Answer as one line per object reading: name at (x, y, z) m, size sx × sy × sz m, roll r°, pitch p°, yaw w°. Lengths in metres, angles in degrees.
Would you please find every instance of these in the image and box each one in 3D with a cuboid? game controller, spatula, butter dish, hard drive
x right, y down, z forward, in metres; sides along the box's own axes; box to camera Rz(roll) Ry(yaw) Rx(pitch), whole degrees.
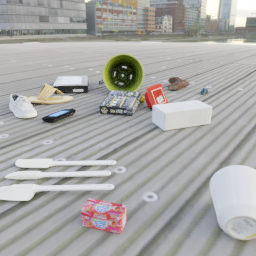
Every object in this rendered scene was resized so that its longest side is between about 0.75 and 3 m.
game controller at (-2.737, -0.524, 11.154) m, size 0.736 × 0.297 × 1.410 m, roll 12°, pitch 24°, yaw 27°
spatula at (-1.685, 1.209, 6.964) m, size 2.759 × 0.222 × 1.918 m, roll 0°, pitch 16°, yaw -1°
butter dish at (1.109, -1.316, 12.491) m, size 1.078 × 1.075 × 0.797 m, roll -25°, pitch 7°, yaw -40°
hard drive at (-3.184, -2.513, 15.943) m, size 1.849 × 0.501 × 2.646 m, roll -2°, pitch 21°, yaw -6°

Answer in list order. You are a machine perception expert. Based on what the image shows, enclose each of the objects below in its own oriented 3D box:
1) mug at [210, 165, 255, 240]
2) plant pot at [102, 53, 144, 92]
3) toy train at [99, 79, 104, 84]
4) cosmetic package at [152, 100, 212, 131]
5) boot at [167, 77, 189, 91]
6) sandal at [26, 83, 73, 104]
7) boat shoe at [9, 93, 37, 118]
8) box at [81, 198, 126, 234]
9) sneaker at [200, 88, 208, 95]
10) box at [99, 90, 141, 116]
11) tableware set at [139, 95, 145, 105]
mug at (2.231, 1.449, 5.219) m, size 1.348 × 1.080 × 1.107 m, roll -1°, pitch 29°, yaw 16°
plant pot at (-0.274, -2.862, 15.219) m, size 2.143 × 2.143 × 2.035 m, roll -1°, pitch 9°, yaw -2°
toy train at (-1.535, -2.868, 17.278) m, size 0.255 × 0.190 × 1.113 m, roll 17°, pitch 24°, yaw 9°
cosmetic package at (2.016, -0.502, 10.511) m, size 1.993 × 0.710 × 1.011 m, roll -8°, pitch 22°, yaw -19°
boot at (2.561, -2.494, 16.008) m, size 1.406 × 0.485 × 1.509 m, roll 15°, pitch 31°, yaw 38°
sandal at (-3.975, -1.640, 13.128) m, size 2.779 × 0.914 × 1.019 m, roll -8°, pitch 23°, yaw -18°
boat shoe at (-4.420, -0.977, 11.686) m, size 0.777 × 0.740 × 2.159 m, roll -13°, pitch 25°, yaw -30°
box at (-0.460, 1.686, 5.391) m, size 0.812 × 0.405 × 0.388 m, roll 6°, pitch 22°, yaw 16°
sneaker at (4.067, -1.979, 14.821) m, size 0.280 × 0.314 × 0.766 m, roll 12°, pitch 24°, yaw 28°
box at (-0.299, -1.130, 12.222) m, size 1.433 × 0.437 × 1.778 m, roll 3°, pitch 30°, yaw 12°
tableware set at (0.248, -1.266, 13.066) m, size 1.277 × 0.196 × 0.860 m, roll -19°, pitch 34°, yaw -26°
